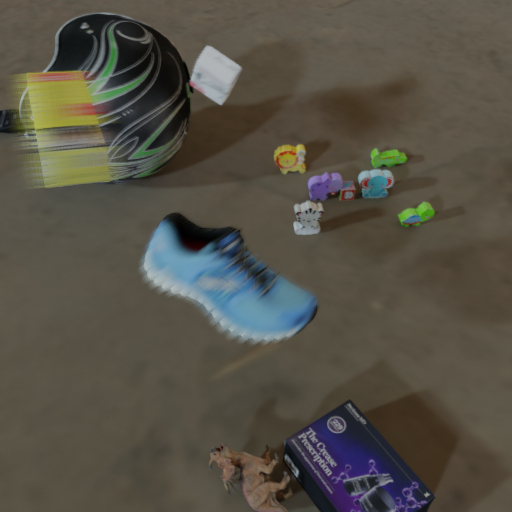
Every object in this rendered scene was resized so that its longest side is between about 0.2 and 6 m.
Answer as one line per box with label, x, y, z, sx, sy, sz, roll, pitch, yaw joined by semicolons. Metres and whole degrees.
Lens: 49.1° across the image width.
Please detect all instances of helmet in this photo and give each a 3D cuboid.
helmet;-2.898;-2.889;11.151;3.120;3.120;2.975;7;64;7

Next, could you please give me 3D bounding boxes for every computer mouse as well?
computer mouse;-6.397;-3.051;13.185;2.294;0.390;0.672;-4;57;3

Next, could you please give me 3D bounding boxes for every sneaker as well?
sneaker;-0.328;0.219;7.032;2.372;1.067;0.930;24;42;8

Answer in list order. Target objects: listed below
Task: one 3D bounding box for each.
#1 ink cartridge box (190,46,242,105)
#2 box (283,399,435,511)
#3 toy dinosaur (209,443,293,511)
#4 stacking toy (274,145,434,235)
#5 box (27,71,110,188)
ink cartridge box;-0.565;-2.459;7.686;0.559;0.767;0.325;31;77;-9
box;1.245;2.795;7.083;1.120;0.626;1.586;-23;49;-25
toy dinosaur;-0.029;2.892;7.091;0.824;0.522;1.215;-26;62;-14
stacking toy;1.923;-1.472;11.314;2.899;0.681;2.186;-4;45;-5
box;-2.266;-1.561;6.657;0.725;0.483;1.926;-9;44;-19
